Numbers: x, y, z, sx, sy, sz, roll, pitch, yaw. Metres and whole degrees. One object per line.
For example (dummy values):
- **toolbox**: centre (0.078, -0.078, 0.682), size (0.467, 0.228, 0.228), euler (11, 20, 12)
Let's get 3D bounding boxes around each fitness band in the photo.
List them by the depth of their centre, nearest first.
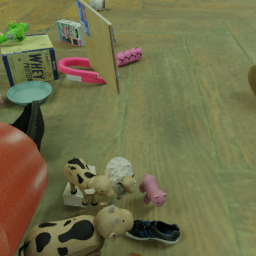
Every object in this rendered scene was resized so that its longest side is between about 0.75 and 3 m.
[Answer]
- **fitness band**: centre (-1.657, -2.367, 11.239), size (2.307, 0.432, 1.657), euler (9, 34, 0)

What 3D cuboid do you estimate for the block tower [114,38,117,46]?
- **block tower**: centre (-1.274, -4.453, 14.188), size (1.466, 0.396, 0.424), euler (22, 42, 27)

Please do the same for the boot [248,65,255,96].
- **boot**: centre (5.896, -1.439, 9.613), size (2.321, 1.146, 2.990), euler (-20, 43, -22)

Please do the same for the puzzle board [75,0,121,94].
- **puzzle board**: centre (-0.626, -1.804, 6.269), size (0.162, 1.856, 1.399), euler (-30, 56, -17)

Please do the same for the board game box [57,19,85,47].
- **board game box**: centre (-2.806, -4.759, 14.054), size (1.425, 1.051, 0.458), euler (22, 45, 27)

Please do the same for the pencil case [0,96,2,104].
- **pencil case**: centre (-5.238, -0.880, 9.185), size (2.039, 0.844, 0.882), euler (-22, 80, -26)

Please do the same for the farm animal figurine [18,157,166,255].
- **farm animal figurine**: centre (-0.473, 1.502, 5.281), size (2.233, 1.391, 2.765), euler (16, 45, 8)

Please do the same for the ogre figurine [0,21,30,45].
- **ogre figurine**: centre (-4.424, -3.680, 10.816), size (0.958, 0.784, 1.598), euler (1, 22, 33)

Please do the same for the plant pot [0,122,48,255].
- **plant pot**: centre (-2.848, 1.302, 4.504), size (2.995, 2.995, 2.913), euler (3, 18, 4)

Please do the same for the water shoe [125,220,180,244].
- **water shoe**: centre (0.474, 2.012, 5.698), size (1.166, 0.460, 0.417), euler (6, 38, 7)

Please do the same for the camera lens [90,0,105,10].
- **camera lens**: centre (-2.076, -8.458, 19.083), size (0.980, 0.784, 0.784), euler (0, 37, 0)

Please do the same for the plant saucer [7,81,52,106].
- **plant saucer**: centre (-3.504, -1.214, 10.063), size (1.541, 0.277, 1.541), euler (1, 38, 0)

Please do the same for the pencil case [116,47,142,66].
- **pencil case**: centre (-0.063, -3.177, 12.399), size (1.382, 0.627, 0.648), euler (-23, 17, -30)

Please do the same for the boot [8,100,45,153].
- **boot**: centre (-3.385, 0.068, 7.861), size (1.801, 0.906, 2.409), euler (-4, 38, -5)

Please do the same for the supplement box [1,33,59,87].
- **supplement box**: centre (-3.961, -2.784, 11.272), size (1.915, 1.286, 1.913), euler (-14, 40, -17)

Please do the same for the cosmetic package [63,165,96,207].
- **cosmetic package**: centre (-1.132, 1.347, 6.651), size (0.515, 0.364, 0.995), euler (6, 39, 8)
